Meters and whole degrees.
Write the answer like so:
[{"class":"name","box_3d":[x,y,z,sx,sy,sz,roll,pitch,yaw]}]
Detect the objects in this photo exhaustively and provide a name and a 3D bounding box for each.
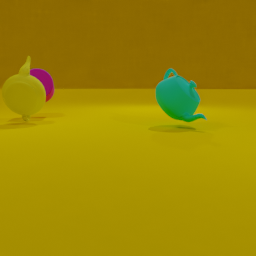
[{"class":"cylinder","box_3d":[-3.142,-1.448,9.838,1.040,1.040,1.040,-2,-3,-13]},{"class":"teapot","box_3d":[-2.992,-1.083,8.233,1.226,1.971,0.965,7,24,-4]},{"class":"teapot","box_3d":[1.447,-0.830,7.597,1.290,2.075,1.016,16,-48,-42]}]
